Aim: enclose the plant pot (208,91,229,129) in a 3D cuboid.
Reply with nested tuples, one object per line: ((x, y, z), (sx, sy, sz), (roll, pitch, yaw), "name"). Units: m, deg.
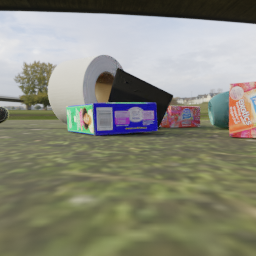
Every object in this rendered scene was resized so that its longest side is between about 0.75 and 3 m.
((3.548, -0.627, 10.025), (1.170, 1.458, 1.458), (-9, 1, 4), "plant pot")

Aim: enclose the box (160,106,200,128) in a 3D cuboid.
((2.148, -0.478, 11.717), (1.760, 0.903, 0.833), (-1, 2, -36), "box")

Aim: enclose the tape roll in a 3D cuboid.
((-1.538, -1.453, 11.488), (1.962, 2.858, 2.858), (1, 2, 35), "tape roll")

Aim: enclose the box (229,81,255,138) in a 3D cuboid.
((3.158, -0.392, 6.219), (1.087, 1.135, 2.277), (2, 3, 40), "box")

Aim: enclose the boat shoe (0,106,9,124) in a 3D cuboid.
((-6.044, -0.395, 10.964), (2.531, 0.904, 0.832), (-4, 11, -18), "boat shoe")

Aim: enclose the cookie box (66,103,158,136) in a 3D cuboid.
((-0.508, -0.264, 7.469), (1.761, 0.774, 2.059), (-3, 3, -29), "cookie box")

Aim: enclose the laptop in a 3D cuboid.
((0.475, -0.984, 10.074), (2.065, 1.278, 2.205), (28, 7, 9), "laptop")
